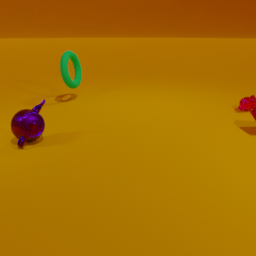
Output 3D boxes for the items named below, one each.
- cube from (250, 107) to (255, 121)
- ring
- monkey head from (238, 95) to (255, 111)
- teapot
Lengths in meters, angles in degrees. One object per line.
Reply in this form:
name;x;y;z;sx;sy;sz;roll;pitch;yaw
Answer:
cube;4.077;-0.356;7.927;0.712;0.712;0.712;25;34;-20
ring;-2.307;-2.371;11.433;0.308;1.538;1.538;-3;18;16
monkey head;4.460;-0.817;10.266;1.035;0.745;0.624;-21;-13;-48
teapot;-2.554;-0.120;7.355;0.881;1.417;0.694;33;-24;-32
